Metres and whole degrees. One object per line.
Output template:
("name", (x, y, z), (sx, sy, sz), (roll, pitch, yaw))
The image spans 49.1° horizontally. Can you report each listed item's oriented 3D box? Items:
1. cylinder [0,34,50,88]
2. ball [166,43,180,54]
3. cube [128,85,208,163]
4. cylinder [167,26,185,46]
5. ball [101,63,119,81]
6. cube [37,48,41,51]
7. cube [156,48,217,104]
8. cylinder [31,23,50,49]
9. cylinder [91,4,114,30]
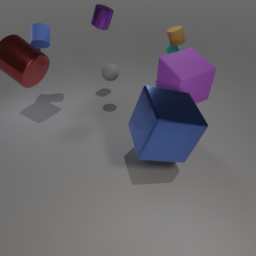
("cylinder", (-3.825, -2.394, 10.111), (1.400, 1.400, 1.400), (36, 41, 7))
("ball", (2.235, -3.893, 13.913), (0.700, 0.700, 0.700), (0, 33, 0))
("cube", (0.976, -0.085, 7.412), (1.400, 1.400, 1.400), (7, 40, -20))
("cylinder", (2.190, -4.196, 12.777), (0.700, 0.700, 0.700), (-16, 32, 10))
("ball", (-0.696, -2.193, 11.024), (0.700, 0.700, 0.700), (0, 33, 0))
("cube", (-3.975, -2.821, 11.530), (0.700, 0.700, 0.700), (0, 35, 8))
("cube", (1.956, -1.709, 9.754), (1.400, 1.400, 1.400), (-20, 51, -18))
("cylinder", (-3.314, -3.486, 10.615), (0.700, 0.700, 0.700), (-3, -10, 0))
("cylinder", (-0.967, -4.156, 10.510), (0.700, 0.700, 0.700), (16, 36, -12))
